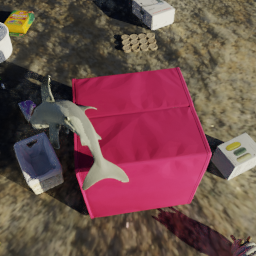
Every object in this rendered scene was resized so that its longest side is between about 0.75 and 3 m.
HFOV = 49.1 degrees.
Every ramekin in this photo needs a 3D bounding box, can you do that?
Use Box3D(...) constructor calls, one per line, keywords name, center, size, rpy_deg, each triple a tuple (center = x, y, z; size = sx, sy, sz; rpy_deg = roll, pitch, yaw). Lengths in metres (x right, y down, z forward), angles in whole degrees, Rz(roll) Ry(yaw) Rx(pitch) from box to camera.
Box3D(name="ramekin", center=(-5.964, -3.538, 11.841), size=(2.041, 0.995, 2.041), rpy_deg=(0, 54, 0))

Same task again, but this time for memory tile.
Box3D(name="memory tile", center=(0.492, -3.848, 12.620), size=(1.567, 0.132, 1.201), rpy_deg=(-5, 53, -4))

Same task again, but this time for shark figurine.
Box3D(name="shark figurine", center=(-1.012, -0.093, 6.116), size=(2.852, 1.704, 1.190), rpy_deg=(35, 33, 31))

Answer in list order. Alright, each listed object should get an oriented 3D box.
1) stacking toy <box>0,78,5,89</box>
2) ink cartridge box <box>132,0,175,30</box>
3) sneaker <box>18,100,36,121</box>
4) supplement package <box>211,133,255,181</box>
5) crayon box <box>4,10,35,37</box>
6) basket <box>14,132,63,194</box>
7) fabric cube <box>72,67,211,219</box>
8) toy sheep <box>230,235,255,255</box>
Box3D(name="stacking toy", center=(-5.250, -1.729, 10.986), size=(0.611, 0.191, 0.811), rpy_deg=(-24, 56, -17))
Box3D(name="ink cartridge box", center=(1.220, -5.693, 13.617), size=(1.308, 0.767, 1.786), rpy_deg=(-26, 56, -18))
Box3D(name="sneaker", center=(-3.550, -0.673, 10.098), size=(0.551, 0.350, 0.966), rpy_deg=(-24, 56, -21))
Box3D(name="supplement package", center=(3.338, 0.874, 8.608), size=(1.117, 0.841, 0.847), rpy_deg=(-23, 56, -16))
Box3D(name="crayon box", center=(-5.206, -4.979, 13.304), size=(1.006, 0.402, 1.585), rpy_deg=(6, 54, 5))
Box3D(name="basket", center=(-2.635, 1.073, 8.404), size=(1.019, 0.927, 1.503), rpy_deg=(-23, 57, -18))
Box3D(name="fabric cube", center=(0.162, 0.438, 7.698), size=(2.914, 2.868, 2.924), rpy_deg=(-7, 54, -4))
Box3D(name="toy sheep", center=(2.960, 3.138, 6.980), size=(0.766, 0.766, 1.111), rpy_deg=(-17, 44, -12))
